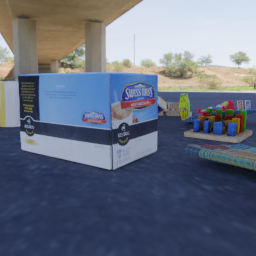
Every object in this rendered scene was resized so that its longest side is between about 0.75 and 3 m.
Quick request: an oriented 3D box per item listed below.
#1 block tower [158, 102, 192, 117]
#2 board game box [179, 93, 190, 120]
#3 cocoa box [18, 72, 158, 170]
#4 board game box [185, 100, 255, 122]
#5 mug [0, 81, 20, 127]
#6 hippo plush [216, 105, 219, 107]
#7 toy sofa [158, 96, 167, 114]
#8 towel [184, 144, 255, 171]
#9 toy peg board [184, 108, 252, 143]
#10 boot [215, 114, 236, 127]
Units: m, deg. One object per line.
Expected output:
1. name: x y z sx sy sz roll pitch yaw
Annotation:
1. block tower: 1.837 -0.900 13.184 2.250 0.650 0.608 5 11 24
2. board game box: 2.383 -0.918 11.767 0.283 0.603 1.188 -9 33 22
3. cocoa box: -0.877 -0.327 6.148 2.649 1.738 1.767 6 11 34
4. board game box: 3.344 -0.669 10.327 2.576 0.502 2.035 -3 -7 -16
5. mug: -4.330 -0.901 10.205 1.552 1.591 1.937 9 14 42
6. hippo plush: 3.993 -0.719 11.946 0.838 0.668 0.674 0 10 1
7. toy sofa: 0.641 -0.456 9.072 0.523 0.616 1.263 35 -49 -26
8. towel: 2.500 0.545 4.781 1.836 0.272 2.503 3 5 -39
9. toy peg board: 2.650 -0.140 8.139 1.531 0.749 1.524 6 11 36
10. boot: 3.635 -0.168 9.497 1.165 0.401 1.250 -3 10 1
